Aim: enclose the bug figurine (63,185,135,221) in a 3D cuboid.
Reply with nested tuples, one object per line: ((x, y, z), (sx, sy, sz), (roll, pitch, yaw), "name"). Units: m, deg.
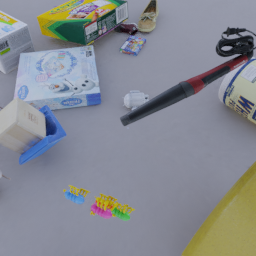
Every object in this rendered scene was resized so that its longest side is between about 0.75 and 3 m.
((-0.405, 1.099, 4.006), (0.817, 1.054, 0.271), (14, 77, 36), "bug figurine")

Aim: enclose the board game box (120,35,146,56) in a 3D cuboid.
((0.204, -3.240, 10.989), (0.706, 0.180, 1.042), (19, 51, 15), "board game box")

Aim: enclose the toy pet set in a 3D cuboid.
((-3.132, 0.401, 7.405), (2.664, 1.515, 2.853), (-34, 45, 16), "toy pet set")

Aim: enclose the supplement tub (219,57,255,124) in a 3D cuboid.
((3.928, -0.898, 8.016), (1.581, 1.581, 2.181), (-33, 57, -25), "supplement tub")

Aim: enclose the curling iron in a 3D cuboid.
((1.117, -0.914, 5.345), (2.965, 0.379, 0.735), (-35, 90, 5), "curling iron")

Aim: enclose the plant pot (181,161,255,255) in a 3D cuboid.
((2.392, 2.391, 4.599), (2.429, 2.754, 2.754), (-31, 55, -13), "plant pot")

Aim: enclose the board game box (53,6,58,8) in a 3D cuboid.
((-2.964, -5.097, 12.607), (0.862, 0.232, 1.436), (-2, 49, -7), "board game box")

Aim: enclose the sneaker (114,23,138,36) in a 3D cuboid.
((-0.052, -4.058, 11.582), (1.018, 0.385, 0.588), (-11, 53, -11), "sneaker")

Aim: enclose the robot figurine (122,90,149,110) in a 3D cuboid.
((0.235, -0.857, 8.722), (0.827, 0.467, 0.701), (-5, 66, -4), "robot figurine")

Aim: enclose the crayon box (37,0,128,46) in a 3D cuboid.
((-1.734, -4.405, 11.160), (2.389, 0.807, 2.768), (22, 49, 26), "crayon box")

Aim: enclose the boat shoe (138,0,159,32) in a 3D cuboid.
((0.885, -4.867, 12.085), (0.775, 0.663, 2.116), (9, 50, 8), "boat shoe")

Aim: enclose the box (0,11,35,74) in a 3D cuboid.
((-4.886, -3.343, 10.311), (2.616, 1.326, 1.472), (31, 56, 24), "box")

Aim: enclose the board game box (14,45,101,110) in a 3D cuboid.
((-2.324, -1.703, 9.386), (2.600, 0.567, 2.612), (-7, 49, -6), "board game box")
